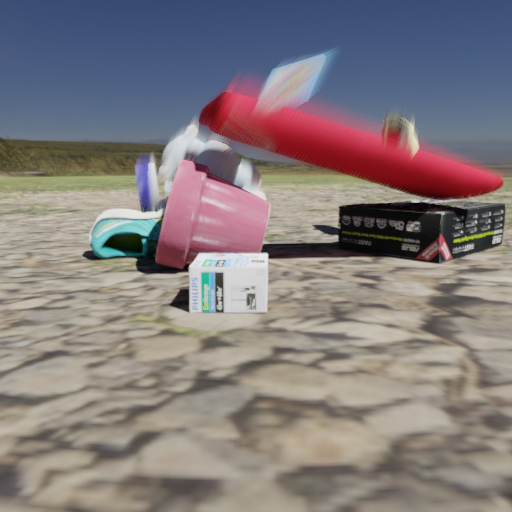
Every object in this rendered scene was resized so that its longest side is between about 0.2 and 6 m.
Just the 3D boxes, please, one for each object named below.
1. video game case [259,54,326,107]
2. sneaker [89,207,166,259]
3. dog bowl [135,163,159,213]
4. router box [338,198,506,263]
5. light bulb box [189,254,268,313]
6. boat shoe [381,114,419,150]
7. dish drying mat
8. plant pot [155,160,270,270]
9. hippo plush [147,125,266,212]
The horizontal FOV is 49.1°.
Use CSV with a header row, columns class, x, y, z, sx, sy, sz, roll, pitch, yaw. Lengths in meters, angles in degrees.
class,x,y,z,sx,sy,sz,roll,pitch,yaw
video game case,0.572,-2.999,9.822,0.116,0.933,1.303,33,-17,-35
sneaker,-1.644,-0.270,9.523,2.326,0.902,0.927,-5,31,-6
dog bowl,-2.165,-1.353,11.194,0.377,0.958,0.958,-8,11,-9
router box,3.091,-0.558,10.368,2.011,0.834,2.683,11,15,44
light bulb box,-0.298,0.299,6.479,0.865,0.540,0.857,0,10,1
boat shoe,2.834,-2.522,11.319,0.600,0.552,1.680,-32,32,22
dish drying mat,1.465,-1.598,8.798,4.582,0.417,1.760,14,-3,-19
plant pot,-0.613,-0.491,8.480,1.463,1.634,1.634,14,9,-4
hippo plush,-0.903,-1.535,10.047,2.233,1.795,1.778,18,60,19
